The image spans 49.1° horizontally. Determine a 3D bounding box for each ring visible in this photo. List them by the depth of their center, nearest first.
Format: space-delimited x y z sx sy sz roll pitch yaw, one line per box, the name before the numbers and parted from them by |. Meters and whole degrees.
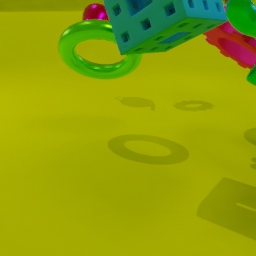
ring | -0.543 -1.498 5.592 1.678 1.678 0.336 1 68 3

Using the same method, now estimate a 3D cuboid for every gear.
gear | 1.871 -1.315 4.450 1.604 0.297 1.604 33 10 -7

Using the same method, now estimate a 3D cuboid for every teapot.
teapot | -0.854 -3.059 8.193 1.708 1.062 0.836 -4 55 49

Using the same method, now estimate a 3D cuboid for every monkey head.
monkey head | 1.811 -0.939 3.180 1.605 1.155 0.967 26 24 10

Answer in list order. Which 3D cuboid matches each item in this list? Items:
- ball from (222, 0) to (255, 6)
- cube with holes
ball | 1.954 -2.905 5.593 1.387 1.387 1.387 0 25 0
cube with holes | 0.434 -1.628 3.545 1.026 1.026 1.026 -16 3 44
